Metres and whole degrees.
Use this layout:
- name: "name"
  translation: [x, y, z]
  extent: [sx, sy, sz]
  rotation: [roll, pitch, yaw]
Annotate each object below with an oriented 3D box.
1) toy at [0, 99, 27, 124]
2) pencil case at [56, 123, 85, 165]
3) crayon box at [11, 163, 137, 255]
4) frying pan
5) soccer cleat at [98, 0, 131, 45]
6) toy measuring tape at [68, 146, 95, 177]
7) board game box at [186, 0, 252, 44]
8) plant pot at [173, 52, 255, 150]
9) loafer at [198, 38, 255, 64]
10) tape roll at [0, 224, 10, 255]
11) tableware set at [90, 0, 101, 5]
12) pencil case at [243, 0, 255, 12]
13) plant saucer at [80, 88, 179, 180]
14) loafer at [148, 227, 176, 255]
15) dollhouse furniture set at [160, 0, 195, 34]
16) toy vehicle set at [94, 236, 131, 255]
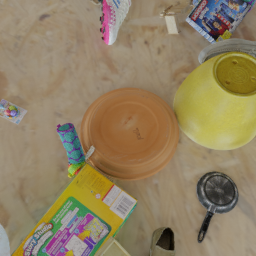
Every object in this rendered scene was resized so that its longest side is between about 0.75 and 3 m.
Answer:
- name: "toy"
  translation: [-3.612, -0.534, 8.519]
  extent: [0.913, 0.216, 0.526]
  rotation: [23, 69, 10]
- name: "pencil case"
  translation: [-1.489, 0.417, 7.320]
  extent: [0.514, 1.112, 0.473]
  rotation: [17, 42, 39]
- name: "crayon box"
  translation: [-1.204, 2.461, 6.860]
  extent: [1.640, 0.805, 2.762]
  rotation: [34, 70, 14]
- name: "frying pan"
  translation: [2.141, 1.924, 7.417]
  extent: [1.906, 0.310, 1.153]
  rotation: [-38, 71, -19]
- name: "soccer cleat"
  translation: [-0.405, -4.097, 9.710]
  extent: [1.168, 0.945, 2.705]
  rotation: [-1, 69, -12]
- name: "toy measuring tape"
  translation: [-1.303, 0.935, 7.564]
  extent: [0.408, 0.408, 1.108]
  rotation: [44, 105, 17]
- name: "board game box"
  translation: [2.822, -3.970, 9.486]
  extent: [2.022, 0.624, 2.024]
  rotation: [39, 75, -4]
- name: "plant pot"
  translation: [2.750, -0.978, 7.783]
  extent: [2.701, 1.917, 2.701]
  rotation: [0, 65, 0]
- name: "loafer"
  translation: [3.673, -2.208, 8.841]
  extent: [2.824, 0.987, 0.985]
  rotation: [-5, 58, -3]
- name: "tape roll"
  translation: [-3.795, 3.074, 6.191]
  extent: [2.309, 0.808, 2.309]
  rotation: [-9, 66, 19]
- name: "tableware set"
  translation: [-1.051, -5.112, 10.597]
  extent: [1.060, 0.123, 0.885]
  rotation: [-32, 70, -13]
- name: "pencil case"
  translation: [3.589, -4.924, 10.066]
  extent: [2.092, 0.890, 0.967]
  rotation: [22, 109, 8]
- name: "plant saucer"
  translation: [0.048, 0.052, 8.121]
  extent: [2.885, 0.466, 2.885]
  rotation: [0, 67, 0]
- name: "loafer"
  translation: [0.755, 2.984, 6.392]
  extent: [0.639, 0.567, 1.681]
  rotation: [15, 40, -6]
- name: "dollhouse furniture set"
  translation: [1.813, -3.994, 9.924]
  extent: [0.770, 0.657, 1.485]
  rotation: [19, 54, 41]
- name: "toy vehicle set"
  translation: [-0.193, 3.357, 6.334]
  extent: [0.971, 0.207, 1.562]
  rotation: [-44, 106, -20]
